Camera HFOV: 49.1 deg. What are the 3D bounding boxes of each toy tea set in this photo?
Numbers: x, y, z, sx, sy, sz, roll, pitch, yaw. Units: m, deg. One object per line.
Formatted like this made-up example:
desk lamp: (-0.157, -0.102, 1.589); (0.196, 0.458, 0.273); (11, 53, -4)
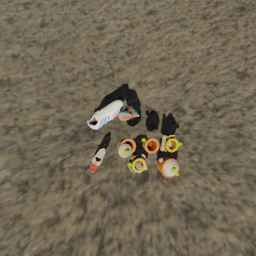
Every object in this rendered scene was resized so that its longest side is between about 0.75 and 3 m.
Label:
toy tea set: (0.630, 0.755, 7.380); (1.871, 0.693, 1.113); (1, 98, -20)

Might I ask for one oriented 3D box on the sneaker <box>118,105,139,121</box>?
sneaker: (-0.045, -0.467, 8.252); (0.346, 0.970, 0.388); (-34, 75, 26)

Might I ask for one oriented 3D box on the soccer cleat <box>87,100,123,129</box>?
soccer cleat: (-0.677, -0.402, 8.300); (1.234, 0.533, 0.431); (-41, 62, 12)

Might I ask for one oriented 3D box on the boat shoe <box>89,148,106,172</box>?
boat shoe: (-0.852, 0.897, 7.852); (0.277, 0.244, 0.780); (31, 88, -2)
